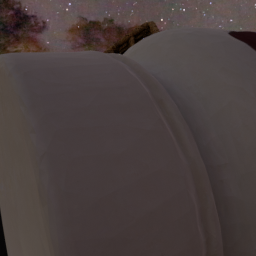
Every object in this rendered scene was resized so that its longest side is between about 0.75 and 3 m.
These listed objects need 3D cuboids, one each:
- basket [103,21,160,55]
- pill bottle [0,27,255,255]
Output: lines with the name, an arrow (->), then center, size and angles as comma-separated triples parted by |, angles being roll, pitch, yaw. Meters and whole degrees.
basket -> -0.060, -1.287, 7.037 | 1.882, 1.964, 2.637 | -4, 43, -1
pill bottle -> 0.787, 0.238, 1.919 | 2.968, 1.694, 1.694 | -8, 13, -29
